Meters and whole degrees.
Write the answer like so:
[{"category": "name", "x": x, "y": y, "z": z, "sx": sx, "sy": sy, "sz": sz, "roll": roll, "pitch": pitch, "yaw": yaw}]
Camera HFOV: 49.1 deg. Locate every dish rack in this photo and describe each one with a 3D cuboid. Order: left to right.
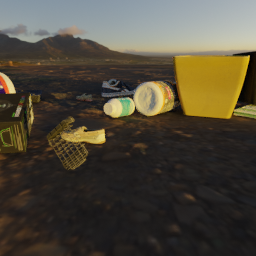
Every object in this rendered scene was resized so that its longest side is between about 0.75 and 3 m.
[{"category": "dish rack", "x": -1.114, "y": 0.312, "z": 5.254, "sx": 0.678, "sy": 0.883, "sz": 0.241, "roll": -38, "pitch": -8, "yaw": 28}]

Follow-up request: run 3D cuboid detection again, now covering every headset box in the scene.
[{"category": "headset box", "x": -3.261, "y": -0.150, "z": 6.573, "sx": 1.788, "sy": 0.830, "sz": 1.557, "roll": -2, "pitch": 31, "yaw": -9}]

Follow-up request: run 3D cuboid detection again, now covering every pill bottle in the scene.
[{"category": "pill bottle", "x": -4.854, "y": -0.784, "z": 8.193, "sx": 1.547, "sy": 1.547, "sz": 2.752, "roll": 12, "pitch": 20, "yaw": 37}, {"category": "pill bottle", "x": -0.315, "y": -0.696, "z": 9.470, "sx": 0.622, "sy": 0.622, "sz": 1.123, "roll": 11, "pitch": 14, "yaw": 34}, {"category": "pill bottle", "x": 1.216, "y": -1.151, "z": 10.238, "sx": 1.181, "sy": 1.181, "sz": 2.030, "roll": 11, "pitch": 18, "yaw": 36}]

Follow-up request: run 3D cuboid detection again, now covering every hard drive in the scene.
[{"category": "hard drive", "x": -4.584, "y": -1.453, "z": 12.806, "sx": 1.256, "sy": 0.394, "sz": 1.862, "roll": -4, "pitch": 16, "yaw": -14}]

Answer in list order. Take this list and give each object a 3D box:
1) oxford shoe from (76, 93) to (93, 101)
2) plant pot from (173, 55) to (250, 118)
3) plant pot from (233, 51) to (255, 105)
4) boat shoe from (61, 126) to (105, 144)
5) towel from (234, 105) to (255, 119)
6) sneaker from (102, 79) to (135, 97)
[{"category": "oxford shoe", "x": -2.006, "y": -1.435, "z": 12.860, "sx": 0.898, "sy": 0.332, "sz": 0.318, "roll": 8, "pitch": 17, "yaw": 26}, {"category": "plant pot", "x": 2.952, "y": -1.527, "z": 9.964, "sx": 2.311, "sy": 2.038, "sz": 2.311, "roll": 6, "pitch": 17, "yaw": 23}, {"category": "plant pot", "x": 5.358, "y": -1.830, "z": 10.910, "sx": 2.163, "sy": 1.923, "sz": 2.168, "roll": 6, "pitch": 10, "yaw": -6}, {"category": "boat shoe", "x": -1.139, "y": 0.135, "z": 7.047, "sx": 1.192, "sy": 0.387, "sz": 0.430, "roll": 5, "pitch": 16, "yaw": 19}, {"category": "towel", "x": 4.684, "y": -0.559, "z": 9.963, "sx": 1.362, "sy": 0.209, "sz": 1.785, "roll": 14, "pitch": 19, "yaw": 37}, {"category": "sneaker", "x": -0.430, "y": -2.084, "z": 14.357, "sx": 2.079, "sy": 0.825, "sz": 0.815, "roll": -13, "pitch": 18, "yaw": -42}]
